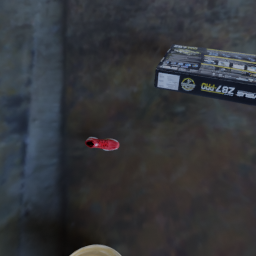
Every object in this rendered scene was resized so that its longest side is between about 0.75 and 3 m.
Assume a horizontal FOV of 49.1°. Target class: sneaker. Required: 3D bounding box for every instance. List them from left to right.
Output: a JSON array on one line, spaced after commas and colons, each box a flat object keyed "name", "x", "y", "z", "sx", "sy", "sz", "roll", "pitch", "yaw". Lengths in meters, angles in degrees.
[{"name": "sneaker", "x": -0.706, "y": 0.458, "z": 7.402, "sx": 0.899, "sy": 0.519, "sz": 0.352, "roll": 3, "pitch": 98, "yaw": 7}]

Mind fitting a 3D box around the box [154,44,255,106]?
[{"name": "box", "x": 2.203, "y": -1.536, "z": 7.493, "sx": 2.590, "sy": 0.636, "sz": 2.088, "roll": 12, "pitch": 38, "yaw": 15}]

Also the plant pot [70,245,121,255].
[{"name": "plant pot", "x": -0.831, "y": 3.652, "z": 6.314, "sx": 1.935, "sy": 0.266, "sz": 1.935, "roll": 7, "pitch": 75, "yaw": -27}]
